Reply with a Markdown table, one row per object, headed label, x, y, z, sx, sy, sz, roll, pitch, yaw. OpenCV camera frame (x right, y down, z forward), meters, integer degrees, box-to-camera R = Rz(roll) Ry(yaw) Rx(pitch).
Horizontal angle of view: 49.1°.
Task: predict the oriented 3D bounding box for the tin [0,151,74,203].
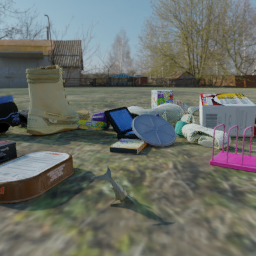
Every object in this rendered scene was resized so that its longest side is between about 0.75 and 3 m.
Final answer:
| label | x | y | z | sx | sy | sz | roll | pitch | yaw |
| --- | --- | --- | --- | --- | --- | --- | --- | --- | --- |
| tin | -1.797 | 0.824 | 5.252 | 1.121 | 0.419 | 2.003 | 8 | 12 | 16 |

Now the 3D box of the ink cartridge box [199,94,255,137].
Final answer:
| label | x | y | z | sx | sy | sz | roll | pitch | yaw |
| --- | --- | --- | --- | --- | --- | --- | --- | --- | --- |
| ink cartridge box | 3.700 | -0.539 | 9.966 | 2.210 | 1.055 | 2.517 | 1 | 16 | 12 |

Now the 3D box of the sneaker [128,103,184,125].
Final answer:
| label | x | y | z | sx | sy | sz | roll | pitch | yaw |
| --- | --- | --- | --- | --- | --- | --- | --- | --- | --- |
| sneaker | 0.886 | -0.353 | 10.630 | 2.438 | 0.923 | 1.121 | -4 | 16 | 21 |

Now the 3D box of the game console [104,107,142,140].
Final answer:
| label | x | y | z | sx | sy | sz | roll | pitch | yaw |
| --- | --- | --- | --- | --- | --- | --- | --- | --- | --- |
| game console | 0.199 | -0.198 | 9.109 | 1.376 | 0.911 | 1.564 | 1 | 11 | 28 |

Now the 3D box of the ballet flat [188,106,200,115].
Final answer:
| label | x | y | z | sx | sy | sz | roll | pitch | yaw |
| --- | --- | --- | --- | --- | --- | --- | --- | --- | --- |
| ballet flat | 3.746 | -0.852 | 14.366 | 1.436 | 0.515 | 0.515 | -6 | 12 | -16 |

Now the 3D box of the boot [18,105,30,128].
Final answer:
| label | x | y | z | sx | sy | sz | roll | pitch | yaw |
| --- | --- | --- | --- | --- | --- | --- | --- | --- | --- |
| boot | -4.110 | -0.604 | 11.628 | 1.659 | 0.880 | 2.521 | -12 | 13 | -42 |

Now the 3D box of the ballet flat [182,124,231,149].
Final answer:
| label | x | y | z | sx | sy | sz | roll | pitch | yaw |
| --- | --- | --- | --- | --- | --- | --- | --- | --- | --- |
| ballet flat | 2.093 | 0.253 | 8.052 | 0.591 | 0.591 | 1.702 | -8 | 14 | -37 |

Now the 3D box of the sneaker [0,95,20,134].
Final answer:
| label | x | y | z | sx | sy | sz | roll | pitch | yaw |
| --- | --- | --- | --- | --- | --- | --- | --- | --- | --- |
| sneaker | -4.755 | -0.195 | 9.537 | 2.769 | 1.079 | 0.971 | -18 | 0 | 32 |

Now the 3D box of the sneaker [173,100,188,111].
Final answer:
| label | x | y | z | sx | sy | sz | roll | pitch | yaw |
| --- | --- | --- | --- | --- | --- | --- | --- | --- | --- |
| sneaker | 2.434 | -1.172 | 15.152 | 1.841 | 0.720 | 0.711 | 7 | 8 | 38 |

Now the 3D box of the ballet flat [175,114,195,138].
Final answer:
| label | x | y | z | sx | sy | sz | roll | pitch | yaw |
| --- | --- | --- | --- | --- | --- | --- | --- | --- | --- |
| ballet flat | 2.044 | -0.150 | 9.655 | 0.615 | 0.643 | 1.827 | 15 | 15 | 17 |

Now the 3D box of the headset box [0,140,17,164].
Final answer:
| label | x | y | z | sx | sy | sz | roll | pitch | yaw |
| --- | --- | --- | --- | --- | --- | --- | --- | --- | --- |
| headset box | -3.152 | 0.617 | 5.669 | 1.601 | 0.600 | 1.190 | 5 | 12 | 25 |

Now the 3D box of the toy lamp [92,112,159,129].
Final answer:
| label | x | y | z | sx | sy | sz | roll | pitch | yaw |
| --- | --- | --- | --- | --- | --- | --- | --- | --- | --- |
| toy lamp | -0.107 | -0.249 | 10.209 | 2.450 | 0.713 | 0.713 | 5 | 11 | 11 |

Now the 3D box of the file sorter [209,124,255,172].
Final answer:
| label | x | y | z | sx | sy | sz | roll | pitch | yaw |
| --- | --- | --- | --- | --- | --- | --- | --- | --- | --- |
| file sorter | 2.630 | 0.400 | 6.177 | 1.356 | 0.851 | 0.943 | 7 | 12 | 33 |

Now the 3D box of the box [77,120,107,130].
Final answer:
| label | x | y | z | sx | sy | sz | roll | pitch | yaw |
| --- | --- | --- | --- | --- | --- | --- | --- | --- | --- |
| box | -1.209 | -0.088 | 9.408 | 0.958 | 0.232 | 0.562 | 4 | -10 | -13 |

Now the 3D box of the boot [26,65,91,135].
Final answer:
| label | x | y | z | sx | sy | sz | roll | pitch | yaw |
| --- | --- | --- | --- | --- | --- | --- | --- | --- | --- |
| boot | -2.433 | -1.092 | 10.185 | 1.083 | 2.313 | 2.976 | 7 | 12 | 32 |

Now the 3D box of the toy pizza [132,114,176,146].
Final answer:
| label | x | y | z | sx | sy | sz | roll | pitch | yaw |
| --- | --- | --- | --- | --- | --- | --- | --- | --- | --- |
| toy pizza | 0.759 | 0.088 | 8.275 | 1.380 | 0.219 | 1.380 | 12 | 38 | -10 |

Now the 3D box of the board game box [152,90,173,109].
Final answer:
| label | x | y | z | sx | sy | sz | roll | pitch | yaw |
| --- | --- | --- | --- | --- | --- | --- | --- | --- | --- |
| board game box | 1.409 | -0.872 | 11.585 | 0.709 | 1.376 | 0.721 | -2 | 11 | -13 |

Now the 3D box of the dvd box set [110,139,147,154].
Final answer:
| label | x | y | z | sx | sy | sz | roll | pitch | yaw |
| --- | --- | --- | --- | --- | --- | --- | --- | --- | --- |
| dvd box set | 0.029 | 0.489 | 7.626 | 0.763 | 0.153 | 1.043 | 2 | 10 | 16 |

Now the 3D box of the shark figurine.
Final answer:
| label | x | y | z | sx | sy | sz | roll | pitch | yaw |
| --- | --- | --- | --- | --- | --- | --- | --- | --- | --- |
| shark figurine | -0.213 | 0.990 | 4.257 | 0.360 | 0.862 | 0.515 | -40 | 55 | -9 |
